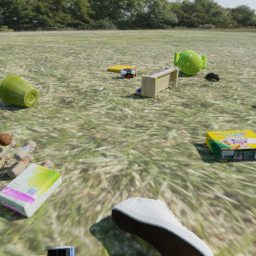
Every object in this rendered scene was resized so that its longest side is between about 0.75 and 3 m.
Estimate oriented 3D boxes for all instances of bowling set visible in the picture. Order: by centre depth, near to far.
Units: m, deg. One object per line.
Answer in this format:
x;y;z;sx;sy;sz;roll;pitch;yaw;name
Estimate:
-2.502;0.524;6.429;1.590;1.107;0.854;7;24;7;bowling set

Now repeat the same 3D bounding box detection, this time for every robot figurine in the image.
3.506;-3.735;15.984;1.877;1.238;2.140;8;22;-6;robot figurine

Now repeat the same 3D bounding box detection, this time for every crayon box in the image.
2.869;0.442;7.430;1.293;0.377;1.116;-2;23;-4;crayon box

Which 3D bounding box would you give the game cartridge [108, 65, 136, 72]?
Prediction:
-0.393;-3.568;16.940;1.359;0.220;1.198;12;26;30;game cartridge

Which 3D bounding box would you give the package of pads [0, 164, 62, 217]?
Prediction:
-1.930;1.196;5.552;0.782;0.345;1.012;13;39;26;package of pads

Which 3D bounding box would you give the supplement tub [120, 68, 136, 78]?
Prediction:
0.015;-2.978;15.162;0.829;0.508;0.508;-4;24;-7;supplement tub

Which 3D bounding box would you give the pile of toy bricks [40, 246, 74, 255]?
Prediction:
-0.511;1.988;3.563;1.711;0.949;0.845;-6;-17;12;pile of toy bricks

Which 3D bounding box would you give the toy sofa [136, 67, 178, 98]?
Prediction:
1.319;-2.134;12.646;1.060;0.899;2.171;19;31;32;toy sofa

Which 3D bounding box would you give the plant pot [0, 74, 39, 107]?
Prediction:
-4.111;-1.331;10.790;1.131;1.174;1.174;24;31;22;plant pot

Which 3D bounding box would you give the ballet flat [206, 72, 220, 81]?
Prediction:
4.516;-2.741;14.996;0.422;0.361;1.270;-31;20;4;ballet flat

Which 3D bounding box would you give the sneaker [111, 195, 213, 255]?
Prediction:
0.621;1.538;4.522;1.858;0.676;0.786;19;32;40;sneaker
